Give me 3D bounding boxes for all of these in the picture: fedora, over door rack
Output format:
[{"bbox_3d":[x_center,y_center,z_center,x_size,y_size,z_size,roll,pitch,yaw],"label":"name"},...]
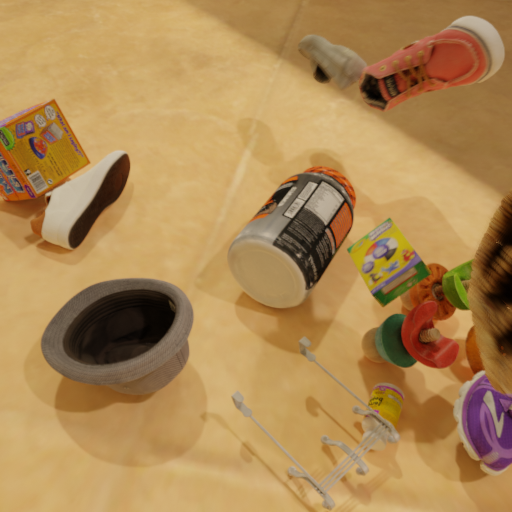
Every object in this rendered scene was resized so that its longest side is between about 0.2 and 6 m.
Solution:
[{"bbox_3d":[-1.755,1.215,7.739,2.126,0.960,1.880,0,40,23],"label":"fedora"},{"bbox_3d":[0.737,2.081,7.084,1.296,0.584,1.754,-36,66,-23],"label":"over door rack"}]

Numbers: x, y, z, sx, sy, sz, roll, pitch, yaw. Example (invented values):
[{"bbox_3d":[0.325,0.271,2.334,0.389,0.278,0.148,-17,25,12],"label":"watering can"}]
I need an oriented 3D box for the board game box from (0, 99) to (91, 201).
[{"bbox_3d":[-4.285,-1.966,10.565,1.346,1.347,1.346,2,36,43],"label":"board game box"}]

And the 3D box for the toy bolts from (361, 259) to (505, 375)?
[{"bbox_3d":[2.523,1.165,8.105,1.960,1.359,1.872,-23,88,-35],"label":"toy bolts"}]

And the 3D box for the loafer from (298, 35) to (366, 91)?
[{"bbox_3d":[1.312,-3.730,10.810,0.721,0.720,2.063,29,14,-34],"label":"loafer"}]

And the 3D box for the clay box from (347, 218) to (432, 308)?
[{"bbox_3d":[1.688,0.014,7.399,0.751,0.311,1.306,-38,31,13],"label":"clay box"}]

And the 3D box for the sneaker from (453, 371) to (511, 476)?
[{"bbox_3d":[3.544,1.637,7.078,2.652,1.106,1.069,-35,80,-26],"label":"sneaker"}]

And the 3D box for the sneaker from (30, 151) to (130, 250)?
[{"bbox_3d":[-3.269,-1.230,10.431,1.053,0.906,2.488,16,47,12],"label":"sneaker"}]

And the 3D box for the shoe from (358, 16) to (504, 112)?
[{"bbox_3d":[2.688,-2.966,9.105,1.284,1.008,2.822,-33,17,-3],"label":"shoe"}]

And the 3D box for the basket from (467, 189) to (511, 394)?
[{"bbox_3d":[2.943,-0.227,5.175,1.860,2.497,1.782,-6,49,-29],"label":"basket"}]

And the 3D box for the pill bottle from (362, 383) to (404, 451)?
[{"bbox_3d":[1.641,2.103,7.324,0.431,0.431,0.826,16,46,16],"label":"pill bottle"}]

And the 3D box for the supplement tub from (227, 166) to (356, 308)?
[{"bbox_3d":[0.687,-0.395,9.190,1.454,1.454,2.373,21,46,20],"label":"supplement tub"}]
